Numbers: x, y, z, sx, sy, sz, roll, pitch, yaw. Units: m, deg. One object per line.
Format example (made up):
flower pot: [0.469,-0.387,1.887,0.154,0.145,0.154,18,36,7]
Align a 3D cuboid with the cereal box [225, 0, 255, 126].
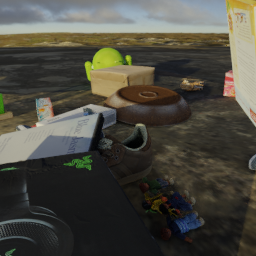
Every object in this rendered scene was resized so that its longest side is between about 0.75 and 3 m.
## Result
cereal box: [2.053,-1.115,4.606,0.400,2.025,1.457,-13,29,10]

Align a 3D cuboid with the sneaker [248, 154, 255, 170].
sneaker: [2.895,0.716,5.635,0.886,0.370,0.535,-9,12,-27]

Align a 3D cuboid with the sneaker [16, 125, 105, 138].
sneaker: [-1.382,0.282,6.002,1.446,0.761,2.001,-30,43,-35]

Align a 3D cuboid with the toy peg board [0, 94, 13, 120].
toy peg board: [-4.823,-0.678,8.832,1.620,0.792,1.613,15,24,36]

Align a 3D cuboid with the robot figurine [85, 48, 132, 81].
robot figurine: [-0.973,-3.191,14.245,2.341,1.544,2.668,-7,6,-1]

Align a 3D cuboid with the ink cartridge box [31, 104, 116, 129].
ink cartridge box: [-1.718,-0.216,8.017,1.913,0.485,2.171,13,24,31]

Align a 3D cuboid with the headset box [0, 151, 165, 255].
headset box: [-1.055,1.342,2.542,2.346,1.250,2.694,-7,21,-18]

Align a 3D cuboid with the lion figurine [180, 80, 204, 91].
lion figurine: [3.001,-1.954,13.005,0.848,0.501,1.384,2,5,29]

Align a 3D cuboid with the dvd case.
dvd case: [-1.544,0.444,4.777,2.203,0.193,1.571,-11,34,13]

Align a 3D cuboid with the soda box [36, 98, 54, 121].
soda box: [-2.723,-0.630,9.138,0.479,0.445,1.401,-8,19,-16]

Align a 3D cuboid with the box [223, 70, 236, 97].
box: [5.095,-1.783,11.581,2.006,1.000,0.958,11,23,28]

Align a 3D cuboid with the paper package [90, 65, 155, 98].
paper package: [-0.201,-2.005,12.026,2.066,1.121,2.167,14,25,34]

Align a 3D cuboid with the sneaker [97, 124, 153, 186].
sneaker: [-0.569,0.636,4.855,0.941,1.009,2.671,16,25,38]

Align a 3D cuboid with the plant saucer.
plant saucer: [0.662,-0.893,9.370,2.982,0.545,2.982,2,26,-1]

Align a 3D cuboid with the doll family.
doll family: [0.577,1.182,4.193,0.689,0.468,1.192,-7,23,-33]
